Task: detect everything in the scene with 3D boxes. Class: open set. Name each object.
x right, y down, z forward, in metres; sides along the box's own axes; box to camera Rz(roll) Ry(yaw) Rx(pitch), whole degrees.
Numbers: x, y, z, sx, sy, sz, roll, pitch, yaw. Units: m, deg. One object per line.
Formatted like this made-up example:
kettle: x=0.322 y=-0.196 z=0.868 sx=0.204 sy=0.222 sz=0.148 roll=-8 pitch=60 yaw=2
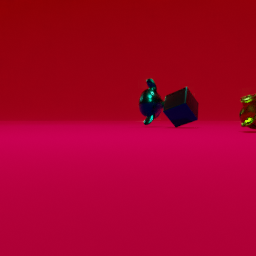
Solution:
monkey head: x=2.535 y=-0.332 z=5.286 sx=1.132 sy=0.682 sz=0.814 roll=-9 pitch=-4 yaw=-40
cube: x=1.572 y=-0.605 z=8.279 sx=0.751 sy=0.751 sz=0.751 roll=-21 pitch=-53 yaw=34
monkey head: x=0.945 y=-0.825 z=9.407 sx=1.139 sy=1.584 sz=0.954 roll=0 pitch=-9 yaw=29
